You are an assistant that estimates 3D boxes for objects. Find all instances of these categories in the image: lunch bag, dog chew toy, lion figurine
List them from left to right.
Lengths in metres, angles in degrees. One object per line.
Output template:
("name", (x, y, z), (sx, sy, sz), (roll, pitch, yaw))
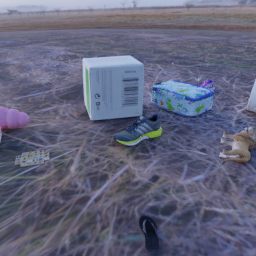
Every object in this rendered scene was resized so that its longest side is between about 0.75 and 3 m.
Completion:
("dog chew toy", (-4.567, -0.358, 10.886), (1.434, 0.893, 0.893), (4, 24, -11))
("lunch bag", (2.508, -1.459, 12.987), (2.080, 1.067, 2.588), (-20, 32, -41))
("lion figurine", (3.609, 0.659, 9.015), (1.183, 0.700, 1.932), (14, 41, 12))

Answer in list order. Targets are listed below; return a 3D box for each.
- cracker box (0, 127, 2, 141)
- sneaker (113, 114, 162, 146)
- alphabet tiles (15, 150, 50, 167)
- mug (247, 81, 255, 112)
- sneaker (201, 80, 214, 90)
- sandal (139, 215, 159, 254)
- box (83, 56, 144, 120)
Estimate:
("cracker box", (-4.923, 0.393, 9.767), (0.827, 0.356, 1.234), (-7, 27, -14))
("sneaker", (0.347, 0.001, 10.019), (2.101, 0.850, 0.776), (-18, 30, -34))
("alphabet tiles", (-3.039, 0.961, 8.930), (1.030, 0.033, 0.857), (-7, 25, -15))
("mug", (6.301, -1.468, 11.595), (2.056, 2.345, 1.731), (19, 66, 24))
("sneaker", (4.244, -2.327, 15.376), (1.343, 0.594, 0.540), (-20, 33, -34))
("sandal", (0.475, 2.217, 5.995), (0.379, 0.213, 0.996), (-4, 25, -9))
("box", (-0.685, -1.800, 12.152), (2.311, 2.300, 1.980), (-6, 26, -13))
